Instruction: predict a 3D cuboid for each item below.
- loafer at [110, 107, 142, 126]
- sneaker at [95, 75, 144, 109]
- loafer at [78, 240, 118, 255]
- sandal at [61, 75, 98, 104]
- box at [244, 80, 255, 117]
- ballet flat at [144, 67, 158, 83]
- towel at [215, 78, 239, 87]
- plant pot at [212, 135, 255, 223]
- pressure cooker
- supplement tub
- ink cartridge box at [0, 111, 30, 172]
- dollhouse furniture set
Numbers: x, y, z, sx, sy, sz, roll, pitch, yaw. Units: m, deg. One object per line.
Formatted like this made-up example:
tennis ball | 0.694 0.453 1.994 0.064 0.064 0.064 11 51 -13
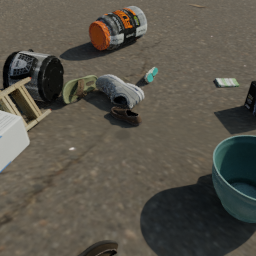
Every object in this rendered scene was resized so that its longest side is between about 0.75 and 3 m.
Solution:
loafer | -0.054 -0.540 10.314 1.339 0.475 0.489 21 44 23
sneaker | -0.518 -1.442 11.121 2.279 0.852 0.935 22 59 32
loafer | -0.858 2.989 6.057 1.541 0.562 0.550 -25 49 -13
sandal | -1.875 -1.632 11.324 0.581 0.809 2.037 16 40 38
box | 5.030 -0.960 10.309 0.596 1.134 1.385 -9 41 -10
ballet flat | 0.981 -2.351 12.658 0.443 0.443 1.234 17 40 20
towel | 4.382 -2.035 12.393 0.906 0.139 0.676 -1 40 -2
plant pot | 3.165 1.447 7.123 2.217 1.485 2.217 0 40 0
pressure cooker | -3.853 -2.037 11.074 2.145 1.916 1.886 12 28 12
supplement tub | -0.539 -5.334 15.084 1.801 1.801 2.941 32 50 33
ink cartridge box | -4.942 0.319 8.700 2.832 1.199 2.047 14 42 18
dollhouse furniture set | -4.202 -0.700 10.126 2.084 1.469 1.461 -8 28 40
